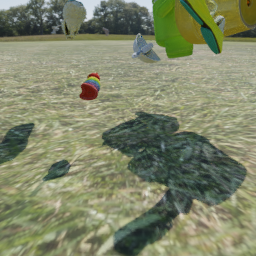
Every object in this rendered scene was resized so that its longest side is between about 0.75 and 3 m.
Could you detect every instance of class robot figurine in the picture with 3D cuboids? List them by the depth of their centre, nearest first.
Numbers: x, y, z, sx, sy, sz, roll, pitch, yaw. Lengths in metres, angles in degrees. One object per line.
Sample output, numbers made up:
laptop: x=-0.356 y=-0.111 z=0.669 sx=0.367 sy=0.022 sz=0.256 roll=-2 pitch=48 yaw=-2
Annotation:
robot figurine: x=1.697 y=-3.952 z=9.983 sx=1.591 sy=2.751 sz=2.414 roll=-6 pitch=0 yaw=13

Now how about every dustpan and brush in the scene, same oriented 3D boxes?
dustpan and brush: x=0.469 y=-2.441 z=8.968 sx=1.643 sy=1.147 sz=0.470 roll=-44 pitch=6 yaw=-41

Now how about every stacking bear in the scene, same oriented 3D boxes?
stacking bear: x=-0.890 y=-1.083 z=6.931 sx=0.445 sy=0.476 sz=0.783 roll=14 pitch=43 yaw=-5

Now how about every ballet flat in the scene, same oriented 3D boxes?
ballet flat: x=1.862 y=-2.463 z=6.394 sx=0.591 sy=1.764 sz=0.589 roll=-43 pitch=33 yaw=9
ballet flat: x=-1.775 y=-3.409 z=9.157 sx=0.773 sy=0.773 sz=2.153 roll=-6 pitch=2 yaw=-15

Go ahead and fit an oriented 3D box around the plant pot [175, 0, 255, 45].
plant pot: x=2.751 y=-3.535 z=8.193 sx=2.055 sy=2.055 sz=1.933 roll=-15 pitch=19 yaw=-34
